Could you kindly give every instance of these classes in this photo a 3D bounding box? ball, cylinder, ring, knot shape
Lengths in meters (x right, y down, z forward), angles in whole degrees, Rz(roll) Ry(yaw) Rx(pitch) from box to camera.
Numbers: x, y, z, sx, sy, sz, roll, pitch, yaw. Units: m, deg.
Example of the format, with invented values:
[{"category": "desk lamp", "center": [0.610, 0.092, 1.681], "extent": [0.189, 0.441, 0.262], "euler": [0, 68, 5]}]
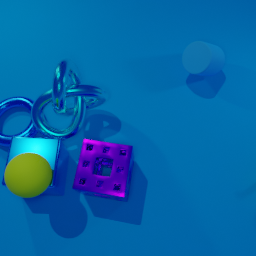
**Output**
[{"category": "ball", "center": [-1.964, 0.927, 5.548], "extent": [0.888, 0.888, 0.888], "euler": [0, 67, 0]}, {"category": "cylinder", "center": [2.105, -1.914, 7.810], "extent": [0.884, 0.884, 0.884], "euler": [-8, 60, -48]}, {"category": "ring", "center": [-3.057, -0.197, 7.547], "extent": [1.509, 0.302, 1.509], "euler": [-1, 63, 2]}, {"category": "knot shape", "center": [-1.304, -0.666, 6.870], "extent": [0.899, 1.946, 1.821], "euler": [38, 28, 32]}]

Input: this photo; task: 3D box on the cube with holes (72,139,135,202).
[{"category": "cube with holes", "center": [-0.507, 1.025, 6.571], "extent": [1.129, 1.129, 1.129], "euler": [8, 71, 6]}]

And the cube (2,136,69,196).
[{"category": "cube", "center": [-2.118, 0.937, 6.665], "extent": [1.135, 1.135, 1.135], "euler": [2, 67, 1]}]
